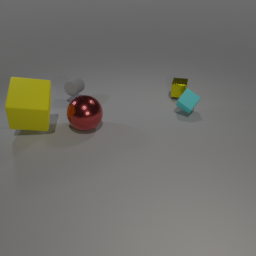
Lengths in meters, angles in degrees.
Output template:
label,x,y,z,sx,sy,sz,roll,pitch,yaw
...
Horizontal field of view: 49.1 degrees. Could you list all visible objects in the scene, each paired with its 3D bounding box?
label,x,y,z,sx,sy,sz,roll,pitch,yaw
ball,-1.676,-0.580,10.900,1.400,1.400,1.400,0,31,0
cube,2.575,-1.145,12.018,0.700,0.700,0.700,38,84,10
cylinder,-2.455,-1.904,12.870,0.700,0.700,0.700,12,28,18
cube,2.472,-1.928,13.428,0.700,0.700,0.700,8,39,15
cube,-3.629,-0.861,10.385,1.400,1.400,1.400,3,56,-13
